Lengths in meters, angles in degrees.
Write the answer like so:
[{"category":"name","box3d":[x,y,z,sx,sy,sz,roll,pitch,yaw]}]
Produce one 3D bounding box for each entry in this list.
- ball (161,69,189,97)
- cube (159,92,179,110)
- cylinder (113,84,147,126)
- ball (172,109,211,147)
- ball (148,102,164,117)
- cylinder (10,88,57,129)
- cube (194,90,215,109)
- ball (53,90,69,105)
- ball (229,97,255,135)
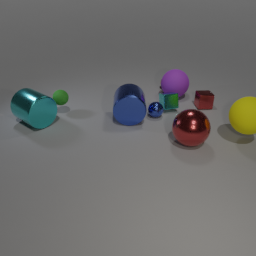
[{"category":"ball","box3d":[2.364,-2.240,14.068,1.400,1.400,1.400,0,30,0]},{"category":"cube","box3d":[1.898,-1.274,13.070,0.700,0.700,0.700,-8,13,-13]},{"category":"cylinder","box3d":[0.066,-1.028,12.122,1.400,1.400,1.400,0,30,-1]},{"category":"ball","box3d":[2.342,-0.007,10.397,1.400,1.400,1.400,0,30,0]},{"category":"ball","box3d":[1.234,-0.825,12.475,0.700,0.700,0.700,0,30,0]},{"category":"cylinder","box3d":[-3.951,-0.839,11.788,1.400,1.400,1.400,24,38,34]},{"category":"cube","box3d":[3.614,-1.347,13.313,0.700,0.700,0.700,-2,27,-6]},{"category":"ball","box3d":[-3.005,-1.360,12.492,0.700,0.700,0.700,0,30,0]},{"category":"ball","box3d":[4.462,-0.457,10.348,1.400,1.400,1.400,0,30,0]}]
